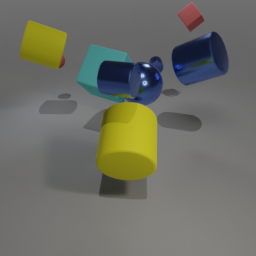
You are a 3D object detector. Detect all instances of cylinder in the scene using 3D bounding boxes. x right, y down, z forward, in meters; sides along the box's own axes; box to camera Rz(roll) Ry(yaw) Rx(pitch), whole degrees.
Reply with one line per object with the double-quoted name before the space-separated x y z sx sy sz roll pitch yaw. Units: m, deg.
"cylinder" 1.412 -3.168 14.126 0.700 0.700 0.700 0 34 1
"cylinder" -3.120 -3.049 10.364 1.400 1.400 1.400 14 25 -19
"cylinder" -0.172 -0.993 5.691 0.700 0.700 0.700 10 31 19
"cylinder" -0.002 0.338 6.793 1.400 1.400 1.400 2 53 4
"cylinder" 2.382 -2.248 9.243 1.400 1.400 1.400 -12 17 39

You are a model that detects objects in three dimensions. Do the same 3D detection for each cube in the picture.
"cube" -0.723 -1.851 9.812 1.400 1.400 1.400 18 -7 17
"cube" 2.528 -4.430 11.207 0.700 0.700 0.700 59 21 12

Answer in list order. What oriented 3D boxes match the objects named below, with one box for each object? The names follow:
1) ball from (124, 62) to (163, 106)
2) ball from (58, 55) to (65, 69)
"ball" 0.429 -1.411 9.022 1.400 1.400 1.400 0 29 0
"ball" -3.158 -3.004 12.501 0.700 0.700 0.700 0 29 0
